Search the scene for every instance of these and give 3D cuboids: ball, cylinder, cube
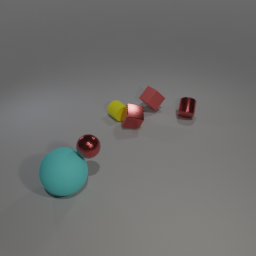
[{"bbox_3d":[-1.890,1.278,8.234,1.400,1.400,1.400,0,33,0],"label":"ball"},{"bbox_3d":[-0.406,-0.732,11.949,0.700,0.700,0.700,-20,37,-27],"label":"cylinder"},{"bbox_3d":[-1.132,0.525,8.010,0.700,0.700,0.700,0,33,0],"label":"ball"},{"bbox_3d":[1.065,-1.326,12.400,0.700,0.700,0.700,-53,39,3],"label":"cube"},{"bbox_3d":[0.193,-0.461,11.219,0.700,0.700,0.700,10,54,-15],"label":"cube"},{"bbox_3d":[2.515,-0.859,11.927,0.700,0.700,0.700,8,72,13],"label":"cylinder"}]
